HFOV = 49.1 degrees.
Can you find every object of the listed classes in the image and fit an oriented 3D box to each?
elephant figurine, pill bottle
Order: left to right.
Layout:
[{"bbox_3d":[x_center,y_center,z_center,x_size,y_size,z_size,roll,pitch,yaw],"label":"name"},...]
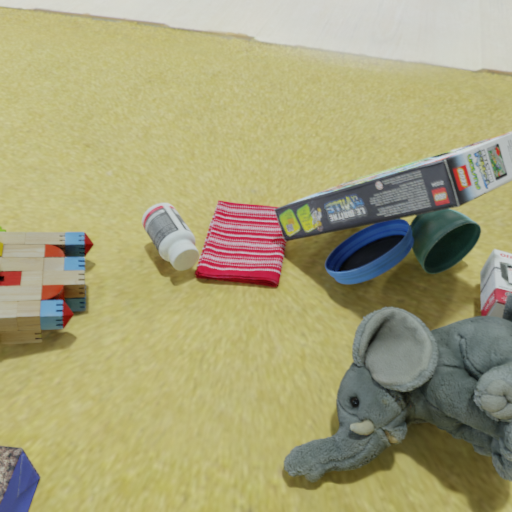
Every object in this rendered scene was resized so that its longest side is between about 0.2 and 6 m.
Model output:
[{"bbox_3d":[-1.426,-0.312,9.483,0.647,0.647,1.169,-22,52,-20],"label":"pill bottle"},{"bbox_3d":[1.927,1.639,7.102,2.818,1.994,2.186,1,14,23],"label":"elephant figurine"}]

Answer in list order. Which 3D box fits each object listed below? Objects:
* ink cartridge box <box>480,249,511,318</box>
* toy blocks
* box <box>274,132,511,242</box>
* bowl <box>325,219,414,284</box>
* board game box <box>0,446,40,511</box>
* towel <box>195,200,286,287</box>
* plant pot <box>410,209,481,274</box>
[{"bbox_3d":[3.984,0.578,8.513,0.963,0.544,1.312,17,40,7],"label":"ink cartridge box"},{"bbox_3d":[-3.404,0.449,8.759,1.668,1.219,2.440,0,43,-16],"label":"toy blocks"},{"bbox_3d":[2.112,-1.003,8.679,1.962,0.619,3.566,-23,7,-34],"label":"box"},{"bbox_3d":[1.859,-0.064,9.136,1.516,0.298,1.516,-30,17,10],"label":"bowl"},{"bbox_3d":[-3.641,2.923,6.326,1.783,0.864,1.422,4,45,3],"label":"board game box"},{"bbox_3d":[-0.193,-0.273,9.972,1.456,0.226,2.013,6,45,5],"label":"towel"},{"bbox_3d":[3.054,-0.361,9.389,1.129,1.129,0.757,-18,51,-17],"label":"plant pot"}]
